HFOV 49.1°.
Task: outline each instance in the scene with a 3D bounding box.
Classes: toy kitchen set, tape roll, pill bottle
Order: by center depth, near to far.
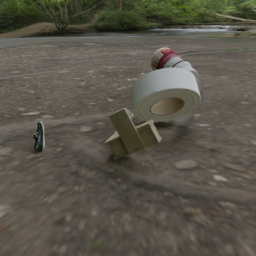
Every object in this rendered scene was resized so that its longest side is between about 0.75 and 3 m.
[{"bbox_3d":[0.121,-0.080,6.942,1.289,1.052,1.163,-23,11,28],"label":"toy kitchen set"},{"bbox_3d":[1.114,-0.925,8.480,2.042,2.042,0.714,-5,65,-11],"label":"tape roll"},{"bbox_3d":[1.961,-2.492,11.924,1.164,1.164,2.039,-13,44,-29],"label":"pill bottle"}]

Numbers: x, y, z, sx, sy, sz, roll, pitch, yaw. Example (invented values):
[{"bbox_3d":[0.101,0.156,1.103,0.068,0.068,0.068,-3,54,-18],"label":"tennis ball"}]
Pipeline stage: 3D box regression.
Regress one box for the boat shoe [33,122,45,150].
[{"bbox_3d":[-2.353,0.194,7.378,0.267,0.791,0.284,5,-22,-30],"label":"boat shoe"}]
